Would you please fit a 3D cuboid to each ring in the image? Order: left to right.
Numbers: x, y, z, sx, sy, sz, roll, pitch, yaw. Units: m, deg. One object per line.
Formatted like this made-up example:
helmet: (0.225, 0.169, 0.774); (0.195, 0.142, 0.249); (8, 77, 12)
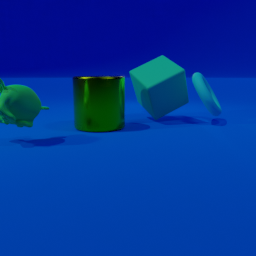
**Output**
ring: (2.180, -0.928, 7.734); (0.270, 1.348, 1.348); (-30, -1, 23)

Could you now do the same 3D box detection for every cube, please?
cube: (0.898, -1.173, 8.032); (1.154, 1.154, 1.154); (-28, 42, -10)

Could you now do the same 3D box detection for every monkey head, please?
monkey head: (-2.201, -0.434, 5.464); (0.930, 0.779, 1.293); (-1, -24, 35)

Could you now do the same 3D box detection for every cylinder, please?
cylinder: (-0.714, -0.644, 6.981); (1.281, 1.281, 1.281); (0, 11, 0)
